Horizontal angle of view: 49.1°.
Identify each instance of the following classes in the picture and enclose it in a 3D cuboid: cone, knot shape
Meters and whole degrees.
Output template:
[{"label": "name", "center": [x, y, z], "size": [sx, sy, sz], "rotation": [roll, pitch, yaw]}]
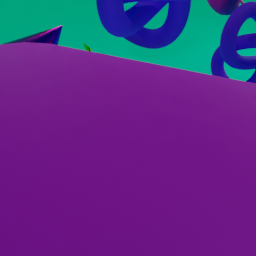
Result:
[{"label": "cone", "center": [-1.646, -1.400, 5.134], "size": [1.346, 1.341, 1.341], "rotation": [-38, 36, 21]}, {"label": "knot shape", "center": [2.242, -1.321, 5.237], "size": [1.705, 1.595, 0.788], "rotation": [22, 46, -15]}, {"label": "knot shape", "center": [0.460, -1.613, 3.286], "size": [1.660, 1.774, 0.820], "rotation": [-19, 85, 6]}]

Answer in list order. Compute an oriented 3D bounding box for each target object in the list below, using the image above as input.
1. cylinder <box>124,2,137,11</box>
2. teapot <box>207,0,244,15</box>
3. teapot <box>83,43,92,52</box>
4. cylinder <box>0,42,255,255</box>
[{"label": "cylinder", "center": [-0.115, -4.222, 8.731], "size": [1.218, 1.218, 1.218], "rotation": [-20, 43, -37]}, {"label": "teapot", "center": [2.382, -3.328, 6.890], "size": [1.485, 0.727, 0.923], "rotation": [42, 49, -8]}, {"label": "teapot", "center": [-0.163, -0.655, 4.017], "size": [1.506, 0.936, 0.737], "rotation": [34, 86, 5]}, {"label": "cylinder", "center": [0.185, 0.402, 0.407], "size": [0.891, 0.891, 0.891], "rotation": [15, 42, 16]}]
